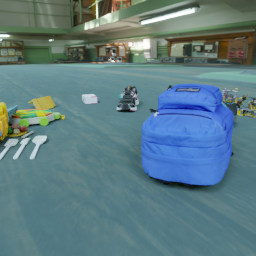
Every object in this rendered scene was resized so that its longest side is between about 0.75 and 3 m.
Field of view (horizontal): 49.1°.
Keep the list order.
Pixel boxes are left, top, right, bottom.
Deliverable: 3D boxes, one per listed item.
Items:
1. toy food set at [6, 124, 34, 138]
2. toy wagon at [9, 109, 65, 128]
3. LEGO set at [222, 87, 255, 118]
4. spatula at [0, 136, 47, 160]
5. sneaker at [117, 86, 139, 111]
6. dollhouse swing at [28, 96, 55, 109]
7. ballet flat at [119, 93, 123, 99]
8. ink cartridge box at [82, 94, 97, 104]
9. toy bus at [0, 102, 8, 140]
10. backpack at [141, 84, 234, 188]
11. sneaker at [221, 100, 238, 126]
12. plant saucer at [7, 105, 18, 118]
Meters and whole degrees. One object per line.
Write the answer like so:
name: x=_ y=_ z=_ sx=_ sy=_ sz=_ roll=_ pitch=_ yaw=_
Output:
toy food set: x=-4.033 y=0.011 z=10.016 sx=1.257 sy=0.411 sz=0.740 roll=5 pitch=20 yaw=22
toy wagon: x=-3.767 y=-0.483 z=11.722 sx=2.205 sy=0.436 sz=1.711 roll=-8 pitch=19 yaw=-24
LEGO set: x=5.343 y=-1.311 z=13.025 sx=1.688 sy=1.272 sz=2.196 roll=-15 pitch=22 yaw=-41
spatula: x=-3.258 y=0.586 z=8.677 sx=1.287 sy=0.149 sz=1.850 roll=-1 pitch=17 yaw=-8
sneaker: x=-0.016 y=-1.543 z=14.135 sx=1.017 sy=1.093 sz=2.531 roll=0 pitch=17 yaw=5
dollhouse swing: x=-4.407 y=-1.171 z=14.191 sx=0.826 sy=0.854 sz=0.940 roll=-30 pitch=-2 yaw=35
ballet flat: x=-0.077 y=-1.793 z=16.017 sx=0.469 sy=0.490 sz=1.392 roll=-11 pitch=20 yaw=-33
ink cartridge box: x=-2.132 y=-1.614 z=15.571 sx=0.687 sy=0.398 sz=0.931 roll=-5 pitch=16 yaw=-18
toy bus: x=-4.541 y=0.148 z=8.248 sx=2.138 sy=1.451 sz=2.053 roll=-7 pitch=31 yaw=-32
backpack: x=1.382 y=0.114 z=6.823 sx=2.120 sy=2.189 sz=2.609 roll=0 pitch=19 yaw=26
sneaker: x=3.170 y=-0.803 z=11.063 sx=2.303 sy=0.943 sz=0.843 roll=18 pitch=-16 yaw=2
plant saucer: x=-4.956 y=-0.314 z=10.475 sx=1.875 sy=0.257 sz=1.875 roll=-24 pitch=16 yaw=7
